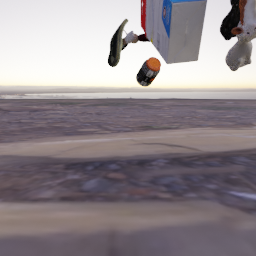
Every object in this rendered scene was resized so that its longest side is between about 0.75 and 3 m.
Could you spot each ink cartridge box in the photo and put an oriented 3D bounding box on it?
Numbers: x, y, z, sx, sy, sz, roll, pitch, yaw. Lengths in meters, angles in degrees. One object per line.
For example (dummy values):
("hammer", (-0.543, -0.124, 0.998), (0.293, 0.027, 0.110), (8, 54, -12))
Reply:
("ink cartridge box", (0.971, -2.774, 6.914), (0.822, 1.420, 2.444), (-9, 42, -9))

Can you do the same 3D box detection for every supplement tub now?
("supplement tub", (0.753, -2.044, 10.191), (0.688, 0.688, 1.124), (-2, -20, -18))

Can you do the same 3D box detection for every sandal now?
("sandal", (-0.261, -2.935, 9.864), (0.586, 2.055, 0.816), (20, -25, -24))

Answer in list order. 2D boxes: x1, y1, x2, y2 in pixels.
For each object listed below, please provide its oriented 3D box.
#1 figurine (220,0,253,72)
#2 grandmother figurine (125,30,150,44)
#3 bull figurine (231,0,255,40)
("figurine", (2.854, -2.548, 7.189), (0.716, 1.663, 1.622), (-6, -21, 12))
("grandmother figurine", (0.649, -2.655, 8.275), (1.473, 0.446, 0.893), (1, 6, 6))
("bull figurine", (2.649, -2.744, 5.482), (0.717, 1.336, 2.201), (18, 53, 22))
